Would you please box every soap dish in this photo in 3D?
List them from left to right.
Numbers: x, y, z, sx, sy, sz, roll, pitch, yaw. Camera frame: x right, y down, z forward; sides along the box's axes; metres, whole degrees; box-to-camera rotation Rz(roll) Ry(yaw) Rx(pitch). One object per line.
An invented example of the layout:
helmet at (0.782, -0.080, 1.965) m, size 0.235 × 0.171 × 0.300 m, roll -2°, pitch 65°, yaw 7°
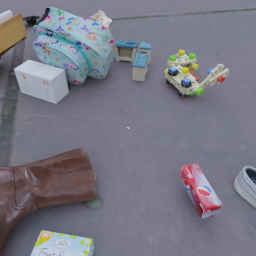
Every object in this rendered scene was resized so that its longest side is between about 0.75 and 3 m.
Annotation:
soap dish at (-4.196, -2.464, 8.432) m, size 2.187 × 0.888 × 1.721 m, roll -18°, pitch 29°, yaw 36°

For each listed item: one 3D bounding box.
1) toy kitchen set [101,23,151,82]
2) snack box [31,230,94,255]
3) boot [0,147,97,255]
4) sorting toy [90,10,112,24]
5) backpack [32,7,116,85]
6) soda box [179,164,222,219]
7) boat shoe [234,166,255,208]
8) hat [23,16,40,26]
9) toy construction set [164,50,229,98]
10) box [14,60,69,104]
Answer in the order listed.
toy kitchen set at (-0.284, -2.430, 8.951) m, size 1.954 × 1.151 × 1.565 m, roll 7°, pitch 43°, yaw 9°
snack box at (-1.117, 2.245, 4.391) m, size 0.918 × 0.368 × 1.089 m, roll 6°, pitch 41°, yaw 7°
boot at (-1.492, 1.476, 5.012) m, size 2.423 × 0.778 × 2.258 m, roll -7°, pitch 62°, yaw -28°
sorting toy at (-1.103, -4.579, 11.907) m, size 0.743 × 0.441 × 0.825 m, roll 21°, pitch 45°, yaw 11°
backpack at (-1.534, -2.303, 8.260) m, size 2.221 × 1.972 × 1.672 m, roll 14°, pitch 66°, yaw 9°
soda box at (1.318, 1.141, 5.196) m, size 0.361 × 0.327 × 1.032 m, roll -9°, pitch 38°, yaw -11°
boat shoe at (2.781, 1.358, 5.176) m, size 0.607 × 0.620 × 1.740 m, roll -29°, pitch 50°, yaw -28°
hat at (-4.090, -4.537, 11.903) m, size 0.791 × 0.319 × 0.791 m, roll -2°, pitch 34°, yaw 1°
toy construction set at (1.887, -1.584, 8.273) m, size 1.352 × 0.950 × 2.061 m, roll -20°, pitch 35°, yaw -21°
box at (-2.447, -1.330, 7.992) m, size 1.295 × 0.806 × 0.631 m, roll 19°, pitch 45°, yaw 19°
